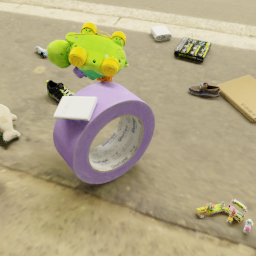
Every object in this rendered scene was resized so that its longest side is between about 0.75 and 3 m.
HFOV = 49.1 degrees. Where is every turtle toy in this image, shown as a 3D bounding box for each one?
[{"bbox_3d":[-1.194,-2.160,8.415,2.480,1.253,1.807,15,51,-4],"label":"turtle toy"}]

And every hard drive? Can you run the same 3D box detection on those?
[{"bbox_3d":[-1.325,-0.505,7.103,1.026,0.130,0.677,4,59,25],"label":"hard drive"}]

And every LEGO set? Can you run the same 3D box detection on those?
[{"bbox_3d":[2.737,2.313,7.883,1.544,0.575,0.710,17,48,16],"label":"LEGO set"}]

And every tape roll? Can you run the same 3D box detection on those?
[{"bbox_3d":[-0.644,0.168,8.296,2.854,2.854,1.212,-28,48,-24],"label":"tape roll"}]

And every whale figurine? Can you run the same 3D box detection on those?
[{"bbox_3d":[-4.654,-0.100,10.164,1.656,0.859,1.318,47,41,9],"label":"whale figurine"}]

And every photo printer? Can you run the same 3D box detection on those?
[{"bbox_3d":[1.761,-5.177,15.215,0.918,0.383,1.103,-11,48,-10],"label":"photo printer"}]

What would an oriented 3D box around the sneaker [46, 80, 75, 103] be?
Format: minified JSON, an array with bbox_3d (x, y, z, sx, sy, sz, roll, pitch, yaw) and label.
[{"bbox_3d":[-2.712,-1.450,11.389,1.772,0.734,0.635,24,51,21],"label":"sneaker"}]

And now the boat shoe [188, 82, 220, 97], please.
[{"bbox_3d":[3.216,-1.679,11.793,1.300,0.470,0.470,7,47,7],"label":"boat shoe"}]

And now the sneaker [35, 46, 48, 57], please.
[{"bbox_3d":[-4.348,-3.809,13.953,1.004,0.361,0.364,28,79,33],"label":"sneaker"}]

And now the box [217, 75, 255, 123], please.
[{"bbox_3d":[5.074,-1.291,11.576,1.880,0.245,2.300,-19,48,-18],"label":"box"}]

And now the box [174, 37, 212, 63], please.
[{"bbox_3d":[3.263,-3.965,14.075,1.516,0.373,1.570,20,49,15],"label":"box"}]
